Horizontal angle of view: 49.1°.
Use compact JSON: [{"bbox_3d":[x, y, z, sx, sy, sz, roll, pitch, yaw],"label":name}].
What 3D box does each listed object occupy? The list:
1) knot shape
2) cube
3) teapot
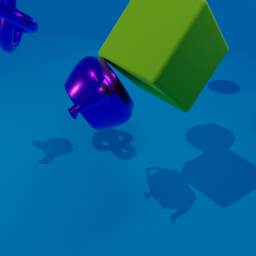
[{"bbox_3d":[-2.288,-2.214,5.070,0.706,1.429,1.527,-32,11,-20],"label":"knot shape"},{"bbox_3d":[0.571,-1.194,4.362,1.238,1.238,1.238,35,94,37],"label":"cube"},{"bbox_3d":[-0.513,-0.466,4.331,0.941,1.194,1.921,-35,8,2],"label":"teapot"}]
